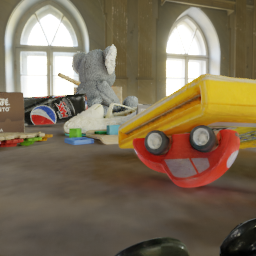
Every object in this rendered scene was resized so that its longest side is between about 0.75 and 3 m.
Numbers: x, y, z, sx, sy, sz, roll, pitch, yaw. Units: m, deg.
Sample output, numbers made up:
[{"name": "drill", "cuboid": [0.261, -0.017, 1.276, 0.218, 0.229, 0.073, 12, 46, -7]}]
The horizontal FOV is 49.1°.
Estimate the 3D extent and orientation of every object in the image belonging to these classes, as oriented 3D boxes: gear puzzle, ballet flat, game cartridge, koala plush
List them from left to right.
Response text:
[{"name": "gear puzzle", "cuboid": [-2.066, 0.227, 4.819, 1.017, 0.257, 1.964, 0, 2, 22]}, {"name": "koala plush", "cuboid": [-1.145, -1.624, 10.466, 2.475, 2.791, 2.565, 4, 7, 39]}, {"name": "ballet flat", "cuboid": [-0.543, -0.258, 6.884, 2.241, 0.804, 0.804, -4, 7, -35]}, {"name": "game cartridge", "cuboid": [1.253, -0.010, 3.329, 2.262, 0.367, 1.994, 4, -13, -20]}]

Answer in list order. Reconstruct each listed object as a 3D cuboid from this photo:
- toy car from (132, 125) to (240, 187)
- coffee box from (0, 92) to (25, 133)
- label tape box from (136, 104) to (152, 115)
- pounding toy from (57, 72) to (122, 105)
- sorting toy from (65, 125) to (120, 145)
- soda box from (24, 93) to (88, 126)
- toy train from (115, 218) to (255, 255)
[{"name": "toy car", "cuboid": [1.262, 0.159, 1.929, 2.292, 0.511, 2.157, -1, -10, -6]}, {"name": "coffee box", "cuboid": [-3.789, -0.376, 6.877, 2.497, 0.996, 1.411, 5, 7, 41]}, {"name": "label tape box", "cuboid": [1.218, -0.198, 6.353, 1.829, 0.579, 1.319, 5, 5, 15]}, {"name": "pounding toy", "cuboid": [-1.723, -1.546, 13.703, 2.866, 2.038, 2.639, 0, 5, -2]}, {"name": "sorting toy", "cuboid": [-0.128, 0.068, 5.786, 2.370, 0.323, 1.334, -2, 6, -21]}, {"name": "soda box", "cuboid": [-2.506, -0.564, 8.557, 2.490, 0.788, 0.881, -4, 14, 0]}, {"name": "toy train", "cuboid": [0.751, 0.465, 0.831, 2.070, 0.474, 0.353, 1, 30, -25]}]
